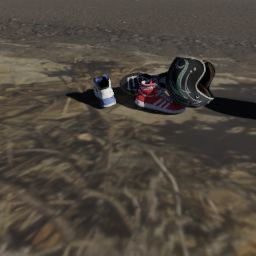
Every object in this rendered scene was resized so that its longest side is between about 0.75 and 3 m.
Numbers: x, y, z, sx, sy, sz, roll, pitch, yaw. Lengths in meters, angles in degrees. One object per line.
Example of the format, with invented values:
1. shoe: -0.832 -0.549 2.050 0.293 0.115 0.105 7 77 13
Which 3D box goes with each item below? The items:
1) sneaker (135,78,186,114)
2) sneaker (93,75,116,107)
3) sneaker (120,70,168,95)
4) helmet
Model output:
1. sneaker: 1.083 -1.016 8.695 1.610 0.905 0.573 10 29 0
2. sneaker: -0.801 -1.376 9.231 0.624 0.892 1.544 -16 27 -9
3. sneaker: 0.795 -1.519 9.726 2.178 0.805 0.881 -3 0 -1
4. helmet: 1.836 -1.314 8.251 1.487 1.418 1.487 8 13 -2
